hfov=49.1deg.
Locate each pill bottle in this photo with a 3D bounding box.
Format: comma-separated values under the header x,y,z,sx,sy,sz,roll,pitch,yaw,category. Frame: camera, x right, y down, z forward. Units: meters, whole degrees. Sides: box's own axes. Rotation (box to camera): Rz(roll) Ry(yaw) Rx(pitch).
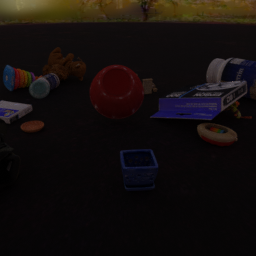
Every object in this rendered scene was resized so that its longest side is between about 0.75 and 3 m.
x,y,z,sx,sy,sz,roll,pitch,yaw,category
5.240,-2.354,13.059,1.650,1.650,2.852,-21,32,-36,pill bottle
-3.998,-2.138,13.604,0.760,0.760,1.368,8,27,16,pill bottle

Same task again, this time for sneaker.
x,y,z,sx,sy,sz,roll,pitch,yaw,category
-3.463,0.698,7.440,1.684,1.124,2.940,1,29,-2,sneaker

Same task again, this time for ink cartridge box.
x,y,z,sx,sy,sz,roll,pitch,yaw,category
-4.819,-0.650,11.045,1.450,0.315,1.437,10,27,15,ink cartridge box
2.634,-1.087,10.681,2.743,0.601,2.769,4,27,46,ink cartridge box

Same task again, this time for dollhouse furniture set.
x,y,z,sx,sy,sz,roll,pitch,yaw,category
0.875,-2.293,14.011,0.816,0.697,1.575,-8,27,-16,dollhouse furniture set

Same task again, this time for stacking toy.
x,y,z,sx,sy,sz,roll,pitch,yaw,category
-5.201,-2.504,14.353,2.003,1.163,1.099,-5,26,-42,stacking toy

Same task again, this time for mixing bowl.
x,y,z,sx,sy,sz,roll,pitch,yaw,category
-0.408,-1.508,10.367,2.137,2.137,1.157,-1,-13,-3,mixing bowl

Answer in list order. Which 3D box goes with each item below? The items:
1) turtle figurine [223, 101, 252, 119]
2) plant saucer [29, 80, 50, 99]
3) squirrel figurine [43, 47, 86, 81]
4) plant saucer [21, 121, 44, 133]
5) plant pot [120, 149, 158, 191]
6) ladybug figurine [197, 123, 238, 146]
x,y,z,sx,sy,sz,roll,pitch,yaw,category
3.751,-0.824,11.020,1.617,0.646,2.005,-9,30,-13,turtle figurine
-4.079,-1.817,12.873,0.935,0.935,0.180,-4,-13,-9,plant saucer
-3.441,-3.155,15.329,2.057,1.560,2.204,21,46,18,squirrel figurine
-3.403,-0.038,9.996,0.796,0.149,0.796,-1,26,0,plant saucer
0.255,1.073,6.992,0.858,0.771,0.858,-3,26,-5,plant pot
2.861,0.236,9.044,1.327,0.477,0.901,23,34,38,ladybug figurine
